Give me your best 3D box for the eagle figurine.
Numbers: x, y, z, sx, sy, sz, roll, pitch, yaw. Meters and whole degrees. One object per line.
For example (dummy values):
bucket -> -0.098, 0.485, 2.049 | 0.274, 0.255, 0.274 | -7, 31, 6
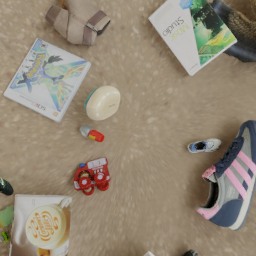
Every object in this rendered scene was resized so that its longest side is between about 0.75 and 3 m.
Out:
eagle figurine -> 3.794, -2.905, 7.964 | 2.183, 2.171, 2.877 | -3, 38, -40

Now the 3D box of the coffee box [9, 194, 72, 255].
coffee box -> -2.165, 2.831, 6.788 | 1.331, 0.928, 2.327 | 8, 77, -23

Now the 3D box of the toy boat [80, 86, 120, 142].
toy boat -> -0.846, -0.407, 7.578 | 0.735, 1.330, 1.582 | 24, 109, 22

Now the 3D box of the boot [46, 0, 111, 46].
boot -> -1.305, -3.583, 8.467 | 1.693, 0.813, 2.316 | 26, 80, -2

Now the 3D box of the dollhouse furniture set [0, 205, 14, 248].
dollhouse furniture set -> -3.123, 2.614, 7.313 | 0.543, 0.419, 1.086 | -29, 80, -6

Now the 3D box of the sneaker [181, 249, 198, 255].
sneaker -> 1.424, 3.716, 7.121 | 0.522, 0.496, 1.316 | 35, 87, -6

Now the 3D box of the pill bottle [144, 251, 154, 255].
pill bottle -> 0.001, 4.075, 6.594 | 2.223, 1.247, 1.247 | -42, 81, -7

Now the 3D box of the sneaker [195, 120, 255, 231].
sneaker -> 2.654, 1.061, 7.312 | 1.212, 1.037, 2.956 | 17, 78, 0

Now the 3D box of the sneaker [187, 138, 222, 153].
sneaker -> 2.158, 0.497, 7.749 | 0.963, 0.410, 0.371 | -13, 79, -3

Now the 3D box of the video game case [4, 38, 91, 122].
video game case -> -2.354, -1.430, 8.233 | 1.831, 0.221, 2.009 | 25, 79, 5

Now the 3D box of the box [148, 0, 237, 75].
box -> 1.797, -2.818, 7.995 | 1.553, 0.391, 2.152 | -38, 85, 25

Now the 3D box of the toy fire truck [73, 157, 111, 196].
toy fire truck -> -0.977, 1.283, 7.578 | 1.012, 0.567, 0.850 | -16, 55, -4

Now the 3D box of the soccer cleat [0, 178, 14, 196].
soccer cleat -> -3.477, 1.433, 7.303 | 0.400, 0.480, 1.184 | -27, 118, 12
